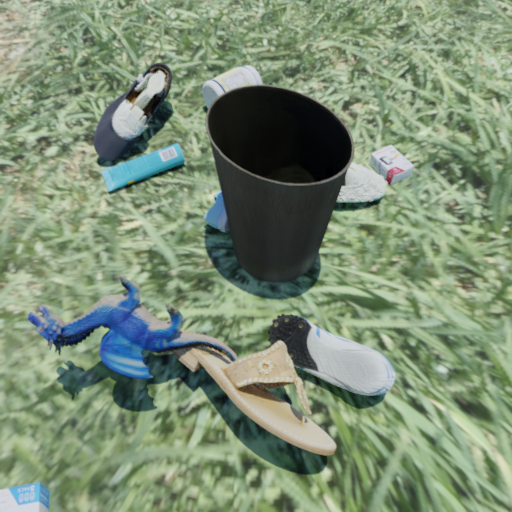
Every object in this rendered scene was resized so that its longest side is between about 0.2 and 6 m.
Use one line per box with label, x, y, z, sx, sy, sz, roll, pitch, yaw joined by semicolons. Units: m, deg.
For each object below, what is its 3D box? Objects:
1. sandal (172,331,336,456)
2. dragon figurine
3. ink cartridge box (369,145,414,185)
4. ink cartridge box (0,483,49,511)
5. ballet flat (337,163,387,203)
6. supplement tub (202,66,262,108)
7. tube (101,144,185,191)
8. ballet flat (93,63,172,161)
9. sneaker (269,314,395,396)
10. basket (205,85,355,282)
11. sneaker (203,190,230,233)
sandal;0.010;1.545;7.822;2.904;1.065;0.955;28;96;32
dragon figurine;-1.681;1.189;7.761;2.762;0.813;1.373;32;83;-14
ink cartridge box;2.739;-1.847;11.373;0.547;0.318;0.742;-25;58;-18
ink cartridge box;-3.039;3.613;7.004;0.745;0.439;1.294;-9;52;-7
ballet flat;1.383;-1.459;10.646;2.435;0.874;0.874;-2;52;-6
supplement tub;-0.519;-3.679;12.477;1.164;0.844;0.844;-34;59;-24
tube;-2.276;-1.797;11.314;1.650;0.416;0.639;-22;46;-12
ballet flat;-2.486;-3.080;11.611;0.927;0.927;2.538;21;64;16
sneaker;1.106;1.531;8.581;2.123;0.769;0.763;24;82;32
basket;0.350;-0.957;9.114;1.860;2.735;2.466;-34;58;-22
sneaker;-0.456;-1.166;10.552;0.641;0.578;1.564;23;58;18
